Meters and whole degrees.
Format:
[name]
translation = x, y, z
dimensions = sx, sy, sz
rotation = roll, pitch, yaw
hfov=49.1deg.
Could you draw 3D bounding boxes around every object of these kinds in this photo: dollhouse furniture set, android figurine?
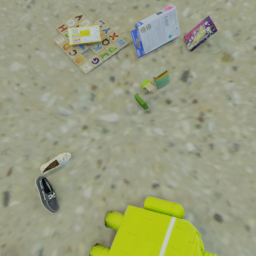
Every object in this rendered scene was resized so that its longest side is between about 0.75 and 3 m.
[dollhouse furniture set]
translation = 0.803, -1.103, 7.954
dimensions = 1.251, 0.625, 0.483
rotation = -37, 55, -3
[android figurine]
translation = 0.486, 2.670, 5.974
dimensions = 2.707, 0.556, 2.464
rotation = 4, 55, 33

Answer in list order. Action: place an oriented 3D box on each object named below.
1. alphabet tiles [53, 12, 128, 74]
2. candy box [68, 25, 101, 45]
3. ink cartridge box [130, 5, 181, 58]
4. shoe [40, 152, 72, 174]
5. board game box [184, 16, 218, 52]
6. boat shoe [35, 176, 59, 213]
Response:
[alphabet tiles]
translation = -1.339, -2.941, 9.223
dimensions = 1.771, 0.080, 2.119
rotation = -39, 73, -13
[candy box]
translation = -1.363, -2.921, 8.812
dimensions = 0.995, 0.131, 0.509
rotation = -5, 100, 2
[ink cartridge box]
translation = 0.832, -3.001, 8.735
dimensions = 1.642, 0.980, 0.345
rotation = -32, 46, -9
[shoe]
translation = -1.907, 0.942, 7.441
dimensions = 0.914, 0.320, 0.244
rotation = -29, 26, -2
[board game box]
translation = 2.263, -2.961, 8.809
dimensions = 0.164, 1.019, 0.611
rotation = 16, 50, -40
[boat shoe]
translation = -1.991, 1.665, 6.998
dimensions = 0.368, 0.318, 1.013
rotation = -26, 90, -44
